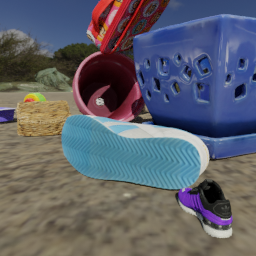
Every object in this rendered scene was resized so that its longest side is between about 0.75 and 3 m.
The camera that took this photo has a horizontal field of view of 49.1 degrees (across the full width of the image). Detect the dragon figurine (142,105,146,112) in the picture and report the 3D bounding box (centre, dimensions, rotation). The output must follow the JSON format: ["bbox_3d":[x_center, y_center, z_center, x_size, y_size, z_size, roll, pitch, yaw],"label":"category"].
[{"bbox_3d":[0.427,-1.188,13.877,2.341,0.689,1.164,-3,10,-12],"label":"dragon figurine"}]

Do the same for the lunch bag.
[{"bbox_3d":[-0.036,-2.794,6.642,1.921,0.894,2.181,-28,-16,-45],"label":"lunch bag"}]

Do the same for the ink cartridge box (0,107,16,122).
[{"bbox_3d":[-5.142,-0.382,9.165,2.476,0.537,2.453,3,9,30],"label":"ink cartridge box"}]

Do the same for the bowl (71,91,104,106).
[{"bbox_3d":[-1.468,-1.194,12.775,2.219,1.041,2.219,1,8,0],"label":"bowl"}]

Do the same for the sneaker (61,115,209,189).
[{"bbox_3d":[0.016,0.317,4.147,2.300,0.880,0.929,13,8,26],"label":"sneaker"}]

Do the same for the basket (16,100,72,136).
[{"bbox_3d":[-2.246,-0.061,7.555,1.381,1.029,0.985,-4,42,-24],"label":"basket"}]

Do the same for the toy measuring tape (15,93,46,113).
[{"bbox_3d":[-4.580,-1.116,12.621,2.759,1.015,1.015,4,10,25],"label":"toy measuring tape"}]

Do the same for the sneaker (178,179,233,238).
[{"bbox_3d":[0.769,0.689,2.798,0.296,0.423,0.851,-3,10,-15],"label":"sneaker"}]

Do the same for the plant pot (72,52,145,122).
[{"bbox_3d":[-0.763,-1.097,9.226,2.277,2.277,2.038,-3,-6,-19],"label":"plant pot"}]

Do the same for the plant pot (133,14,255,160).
[{"bbox_3d":[1.803,-0.779,5.835,2.648,2.381,2.648,-5,10,-30],"label":"plant pot"}]
